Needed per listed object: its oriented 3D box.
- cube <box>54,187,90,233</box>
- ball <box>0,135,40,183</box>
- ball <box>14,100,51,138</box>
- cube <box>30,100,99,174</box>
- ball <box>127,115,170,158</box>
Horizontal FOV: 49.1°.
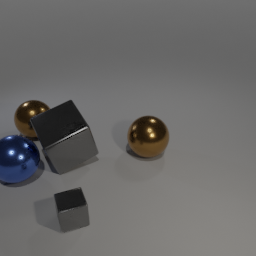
[{"bbox_3d":[-1.391,2.016,6.921,0.700,0.700,0.700,-11,31,-19],"label":"cube"},{"bbox_3d":[-3.291,0.895,8.159,1.400,1.400,1.400,0,30,0],"label":"ball"},{"bbox_3d":[-3.459,-0.336,10.338,1.400,1.400,1.400,0,30,0],"label":"ball"},{"bbox_3d":[-1.935,0.273,8.654,1.400,1.400,1.400,-28,52,-14],"label":"cube"},{"bbox_3d":[0.670,0.283,9.286,1.400,1.400,1.400,0,30,0],"label":"ball"}]
